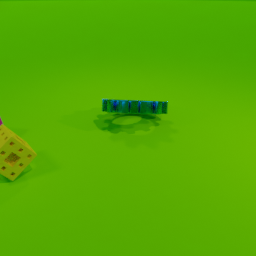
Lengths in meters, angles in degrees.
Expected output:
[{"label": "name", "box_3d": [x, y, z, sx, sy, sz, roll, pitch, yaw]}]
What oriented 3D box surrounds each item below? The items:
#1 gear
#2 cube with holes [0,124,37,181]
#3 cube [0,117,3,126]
[{"label": "gear", "box_3d": [0.216, -0.689, 8.905, 2.060, 0.381, 2.060, 2, 6, 0]}, {"label": "cube with holes", "box_3d": [-2.776, 0.559, 6.450, 0.789, 0.789, 0.789, -49, 42, -10]}, {"label": "cube", "box_3d": [-3.892, 0.070, 7.458, 0.804, 0.804, 0.804, 8, 46, 5]}]
